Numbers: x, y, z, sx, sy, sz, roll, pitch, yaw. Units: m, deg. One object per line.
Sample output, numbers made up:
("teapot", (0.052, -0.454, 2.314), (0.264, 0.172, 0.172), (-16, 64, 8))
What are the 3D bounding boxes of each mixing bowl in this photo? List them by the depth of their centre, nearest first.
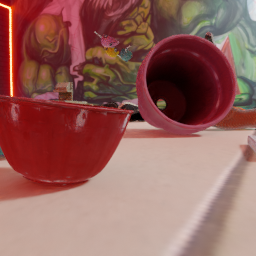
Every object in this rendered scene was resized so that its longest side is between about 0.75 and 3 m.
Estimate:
("mixing bowl", (-0.616, 0.099, 2.534), (1.266, 0.685, 1.266), (7, 3, 0))

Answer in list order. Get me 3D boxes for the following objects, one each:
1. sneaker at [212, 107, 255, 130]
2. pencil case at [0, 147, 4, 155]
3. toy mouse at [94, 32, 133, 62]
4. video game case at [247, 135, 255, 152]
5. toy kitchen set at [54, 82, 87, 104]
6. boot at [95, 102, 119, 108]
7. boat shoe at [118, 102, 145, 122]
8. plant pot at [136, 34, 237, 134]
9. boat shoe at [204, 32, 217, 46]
("sneaker", (2.907, -0.259, 7.833), (1.970, 0.703, 0.787), (3, -3, -11))
("pencil case", (-2.061, -0.008, 3.936), (1.652, 0.703, 0.763), (2, -23, 28))
("toy mouse", (-0.176, -1.181, 4.220), (0.757, 0.146, 0.673), (34, -5, -39))
("video game case", (2.527, 0.277, 3.931), (1.428, 0.180, 1.569), (1, 4, 17))
("toy kitchen set", (-3.254, -1.255, 12.789), (2.160, 1.762, 1.949), (2, 5, 20))
("boot", (-1.927, -0.954, 15.936), (2.418, 0.837, 2.105), (-5, 5, 30))
("boat shoe", (0.606, -0.511, 11.502), (2.162, 0.777, 0.731), (5, 38, -36))
("plant pot", (1.170, -0.862, 7.026), (2.244, 2.244, 2.009), (-1, -10, -12))
("boat shoe", (3.098, -3.210, 10.724), (0.387, 0.348, 1.093), (25, -5, 32))
